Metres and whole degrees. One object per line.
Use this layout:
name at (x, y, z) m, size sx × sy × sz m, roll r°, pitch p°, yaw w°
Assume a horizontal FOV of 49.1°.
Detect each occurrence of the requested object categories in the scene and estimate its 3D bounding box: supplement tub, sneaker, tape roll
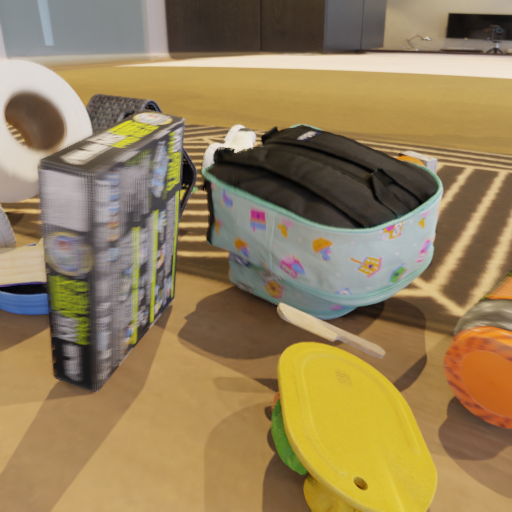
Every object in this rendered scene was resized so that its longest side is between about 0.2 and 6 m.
supplement tub at (3.286, 0.905, 6.568) m, size 2.317 × 1.420 × 1.420 m, roll -28°, pitch 37°, yaw -36°
sneaker at (-0.453, -2.625, 14.956) m, size 1.199 × 1.105 × 2.997 m, roll 18°, pitch 33°, yaw 8°
tape roll at (-3.596, -1.823, 8.426) m, size 1.258 × 1.832 × 1.832 m, roll -12°, pitch 12°, yaw 41°
sneaker at (-5.416, -0.433, 9.816) m, size 1.745 × 1.141 × 3.036 m, roll -26°, pitch 24°, yaw -28°

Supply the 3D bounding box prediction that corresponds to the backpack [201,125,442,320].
backpack at (1.063, -0.496, 8.425) m, size 3.184 × 2.441 × 2.799 m, roll 19°, pitch 35°, yaw 41°

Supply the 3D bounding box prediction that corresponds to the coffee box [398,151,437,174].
coffee box at (4.206, -2.360, 14.688) m, size 0.401 × 0.567 × 1.004 m, roll -15°, pitch 28°, yaw -29°

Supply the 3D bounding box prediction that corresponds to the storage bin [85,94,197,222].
storage bin at (-2.261, -1.590, 10.430) m, size 1.177 × 2.510 × 1.697 m, roll 12°, pitch 68°, yaw 22°

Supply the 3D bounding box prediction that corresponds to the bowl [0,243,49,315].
bowl at (-3.331, 0.314, 9.139) m, size 2.069 × 0.406 × 2.069 m, roll -1°, pitch 25°, yaw 0°

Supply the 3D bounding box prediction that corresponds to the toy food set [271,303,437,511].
toy food set at (0.789, 1.750, 5.774) m, size 1.569 × 0.871 × 2.667 m, roll 21°, pitch 24°, yaw -12°

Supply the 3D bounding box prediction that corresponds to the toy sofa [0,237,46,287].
toy sofa at (-4.023, 0.171, 8.653) m, size 1.773 × 0.865 × 0.734 m, roll -7°, pitch -12°, yaw -38°

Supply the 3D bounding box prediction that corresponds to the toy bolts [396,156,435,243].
toy bolts at (2.262, -0.753, 10.083) m, size 1.811 × 1.730 × 1.256 m, roll 2°, pitch 44°, yaw 21°

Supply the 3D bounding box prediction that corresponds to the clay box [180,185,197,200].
clay box at (-2.422, -1.526, 12.959) m, size 1.234 × 0.511 × 2.147 m, roll 14°, pitch 29°, yaw 25°

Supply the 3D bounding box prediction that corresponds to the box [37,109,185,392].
box at (-1.703, -0.132, 7.067) m, size 0.640 × 2.892 × 2.316 m, roll 14°, pitch 31°, yaw 11°
